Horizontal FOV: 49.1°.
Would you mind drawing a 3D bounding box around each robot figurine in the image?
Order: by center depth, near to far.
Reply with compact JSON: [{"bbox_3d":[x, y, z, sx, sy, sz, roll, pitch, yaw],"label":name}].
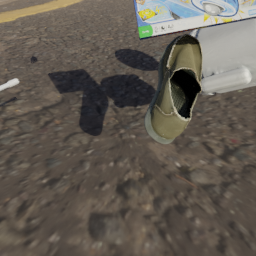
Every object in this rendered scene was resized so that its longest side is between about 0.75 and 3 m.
[{"bbox_3d":[1.981,-1.401,5.343,2.414,1.363,2.047,-8,35,41],"label":"robot figurine"}]

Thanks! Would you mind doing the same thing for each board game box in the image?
[{"bbox_3d":[0.846,-1.834,3.599,1.601,1.084,0.276,-10,11,4],"label":"board game box"}]

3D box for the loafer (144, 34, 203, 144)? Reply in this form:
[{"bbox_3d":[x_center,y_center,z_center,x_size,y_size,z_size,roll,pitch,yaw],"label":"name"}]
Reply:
[{"bbox_3d":[0.877,-0.716,4.327,0.772,0.715,2.053,27,61,-20],"label":"loafer"}]

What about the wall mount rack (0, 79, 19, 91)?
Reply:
[{"bbox_3d":[-3.152,-1.177,4.942,0.943,2.529,2.197,-37,7,4],"label":"wall mount rack"}]
